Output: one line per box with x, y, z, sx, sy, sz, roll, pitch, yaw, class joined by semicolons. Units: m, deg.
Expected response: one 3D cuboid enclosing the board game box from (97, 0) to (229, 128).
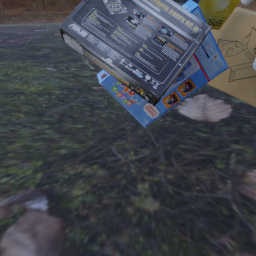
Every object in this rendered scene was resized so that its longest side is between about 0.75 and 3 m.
0.660;-1.017;5.013;1.953;1.478;0.357;-36;43;12;board game box

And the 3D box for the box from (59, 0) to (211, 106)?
0.090;-1.161;3.464;1.461;1.157;0.353;36;-12;4;box

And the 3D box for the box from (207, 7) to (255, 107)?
2.701;-1.668;6.525;0.257;1.978;2.419;-20;40;-31;box

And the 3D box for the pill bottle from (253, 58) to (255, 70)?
2.922;-1.805;4.850;1.037;1.847;1.037;5;39;-4;pill bottle

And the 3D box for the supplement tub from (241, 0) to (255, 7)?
3.812;-4.326;8.307;0.797;1.208;0.797;27;42;-27;supplement tub

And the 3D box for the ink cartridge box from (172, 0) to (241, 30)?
1.349;-2.363;5.383;1.787;1.808;0.425;-10;56;-33;ink cartridge box
